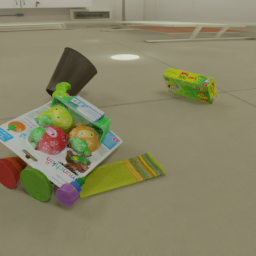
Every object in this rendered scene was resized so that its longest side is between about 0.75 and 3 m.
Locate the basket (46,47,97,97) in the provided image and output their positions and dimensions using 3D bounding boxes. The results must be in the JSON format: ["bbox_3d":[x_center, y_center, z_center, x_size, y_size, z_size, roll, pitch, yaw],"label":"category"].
[{"bbox_3d":[-2.208,-1.856,10.592,1.173,1.555,1.724,8,64,54],"label":"basket"}]

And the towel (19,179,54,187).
[{"bbox_3d":[-1.759,0.992,6.479,1.075,0.186,1.035,1,22,24],"label":"towel"}]

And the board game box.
[{"bbox_3d":[2.412,-1.671,10.954,2.010,1.021,0.478,24,69,36],"label":"board game box"}]

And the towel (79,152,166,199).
[{"bbox_3d":[-0.223,1.039,6.452,2.076,0.187,0.893,-12,27,-23],"label":"towel"}]

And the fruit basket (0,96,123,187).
[{"bbox_3d":[-1.518,0.136,6.585,2.223,1.125,2.400,34,30,12],"label":"fruit basket"}]

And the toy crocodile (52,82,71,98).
[{"bbox_3d":[-1.815,-0.537,8.459,0.639,0.699,2.071,-17,55,-14],"label":"toy crocodile"}]

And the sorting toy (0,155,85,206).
[{"bbox_3d":[-1.810,0.962,5.856,2.215,0.768,0.763,11,32,26],"label":"sorting toy"}]
